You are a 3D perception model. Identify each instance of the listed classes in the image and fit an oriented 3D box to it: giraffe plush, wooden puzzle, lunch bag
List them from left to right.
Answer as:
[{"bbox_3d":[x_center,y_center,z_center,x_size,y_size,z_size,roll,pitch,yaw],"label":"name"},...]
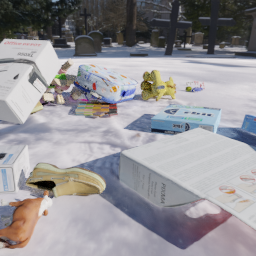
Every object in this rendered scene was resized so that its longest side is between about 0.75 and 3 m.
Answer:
[{"bbox_3d":[-1.205,-0.771,11.008,1.558,0.185,2.628,-1,17,-3],"label":"wooden puzzle"},{"bbox_3d":[-0.860,-1.884,12.220,2.317,1.092,2.891,28,21,15],"label":"lunch bag"},{"bbox_3d":[1.571,-1.913,13.021,1.360,1.447,1.677,-1,20,-39],"label":"giraffe plush"}]

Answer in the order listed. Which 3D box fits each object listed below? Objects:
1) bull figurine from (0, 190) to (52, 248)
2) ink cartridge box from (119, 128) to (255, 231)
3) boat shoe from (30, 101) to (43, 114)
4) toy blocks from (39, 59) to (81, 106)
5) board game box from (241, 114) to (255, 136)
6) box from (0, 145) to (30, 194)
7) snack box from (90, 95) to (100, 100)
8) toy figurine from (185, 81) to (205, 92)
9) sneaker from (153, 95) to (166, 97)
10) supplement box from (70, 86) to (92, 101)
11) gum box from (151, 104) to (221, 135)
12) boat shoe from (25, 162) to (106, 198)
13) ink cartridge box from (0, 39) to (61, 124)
[{"bbox_3d":[-1.561,1.301,4.093,0.713,0.383,1.175,-4,15,-1],"label":"bull figurine"},{"bbox_3d":[1.639,0.909,4.974,2.377,0.702,2.970,-13,26,-36],"label":"ink cartridge box"},{"bbox_3d":[-4.641,-1.065,10.666,2.996,0.942,1.093,7,19,21],"label":"boat shoe"},{"bbox_3d":[-3.550,-1.788,12.525,1.948,2.314,2.162,-28,-16,38],"label":"toy blocks"},{"bbox_3d":[3.953,0.324,5.810,1.924,0.466,2.544,11,12,-16],"label":"board game box"},{"bbox_3d":[-2.980,0.791,5.383,1.878,0.565,1.095,-2,17,-4],"label":"box"},{"bbox_3d":[-1.671,-1.566,13.428,2.033,0.247,0.731,10,18,28],"label":"snack box"},{"bbox_3d":[3.614,-2.152,14.918,1.034,0.545,0.620,0,23,3],"label":"toy figurine"},{"bbox_3d":[1.492,-1.845,13.961,1.265,0.474,0.570,-10,26,-32],"label":"sneaker"},{"bbox_3d":[-2.160,-1.594,12.922,0.902,0.456,0.466,9,59,27],"label":"supplement box"},{"bbox_3d":[1.922,-0.269,8.904,1.820,0.477,2.142,7,18,22],"label":"gum box"},{"bbox_3d":[-1.126,1.019,4.946,1.455,0.521,0.554,4,34,20],"label":"boat shoe"},{"bbox_3d":[-4.008,-1.745,9.795,2.100,1.223,2.904,9,55,19],"label":"ink cartridge box"}]
